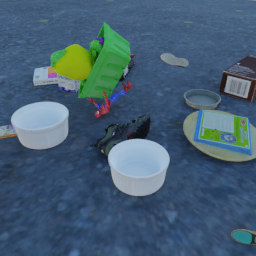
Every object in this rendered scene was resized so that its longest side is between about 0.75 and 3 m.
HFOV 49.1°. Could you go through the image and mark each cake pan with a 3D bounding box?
[{"bbox_3d":[3.005,-1.156,11.388,1.464,0.269,1.464,0,33,0],"label":"cake pan"}]

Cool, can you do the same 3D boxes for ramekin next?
[{"bbox_3d":[-2.805,-0.079,9.184,1.775,0.865,1.775,0,33,0],"label":"ramekin"},{"bbox_3d":[0.284,1.059,7.513,1.596,0.778,1.596,-1,33,0],"label":"ramekin"}]

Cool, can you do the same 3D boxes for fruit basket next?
[{"bbox_3d":[-1.468,-2.389,10.123,2.735,2.735,1.973,-1,47,-2],"label":"fruit basket"}]

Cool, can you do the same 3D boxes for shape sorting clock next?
[{"bbox_3d":[3.066,0.187,9.092,2.557,0.502,2.557,1,36,-1],"label":"shape sorting clock"}]

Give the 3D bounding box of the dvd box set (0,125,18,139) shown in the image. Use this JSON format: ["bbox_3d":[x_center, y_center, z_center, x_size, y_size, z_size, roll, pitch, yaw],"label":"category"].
[{"bbox_3d":[-4.211,0.130,9.545,0.849,0.125,0.621,-10,34,-15],"label":"dvd box set"}]

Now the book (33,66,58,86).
[{"bbox_3d":[-3.441,-2.539,13.380,1.999,0.480,1.335,-7,36,-9],"label":"book"}]

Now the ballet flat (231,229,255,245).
[{"bbox_3d":[2.675,2.358,6.048,0.890,0.306,0.281,10,6,10],"label":"ballet flat"}]

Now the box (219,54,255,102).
[{"bbox_3d":[5.439,-2.292,12.418,1.479,1.107,2.954,24,38,33],"label":"box"}]

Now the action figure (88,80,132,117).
[{"bbox_3d":[-0.752,-1.232,10.518,1.873,0.927,0.611,-52,19,-24],"label":"action figure"}]

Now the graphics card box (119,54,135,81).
[{"bbox_3d":[-0.630,-3.167,14.177,1.509,0.612,2.406,9,35,13],"label":"graphics card box"}]

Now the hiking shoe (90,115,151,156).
[{"bbox_3d":[-0.160,0.084,8.941,1.132,0.852,2.249,25,41,28],"label":"hiking shoe"}]

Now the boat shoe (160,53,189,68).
[{"bbox_3d":[1.321,-1.933,8.195,0.899,0.326,0.282,9,-15,-20],"label":"boat shoe"}]

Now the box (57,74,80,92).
[{"bbox_3d":[-2.590,-2.125,12.255,0.871,0.947,0.497,11,35,17],"label":"box"}]
